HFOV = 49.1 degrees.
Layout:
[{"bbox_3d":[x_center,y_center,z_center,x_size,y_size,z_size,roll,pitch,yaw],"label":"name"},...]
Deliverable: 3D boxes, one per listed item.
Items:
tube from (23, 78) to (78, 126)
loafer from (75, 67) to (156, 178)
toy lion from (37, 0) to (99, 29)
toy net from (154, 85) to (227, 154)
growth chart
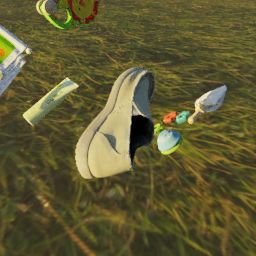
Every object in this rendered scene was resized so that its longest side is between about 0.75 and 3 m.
[{"bbox_3d":[-1.789,-0.635,6.476,1.376,0.357,0.399,-43,93,-11],"label":"tube"},{"bbox_3d":[0.058,-0.115,4.224,0.781,0.865,2.287,11,47,19],"label":"loafer"},{"bbox_3d":[-1.480,-3.289,7.550,0.511,1.427,1.488,23,78,44],"label":"toy lion"},{"bbox_3d":[1.303,-0.225,5.857,1.822,0.352,0.956,-37,18,10],"label":"toy net"},{"bbox_3d":[-2.998,-1.332,5.932,1.397,0.171,1.931,29,75,-11],"label":"growth chart"}]
